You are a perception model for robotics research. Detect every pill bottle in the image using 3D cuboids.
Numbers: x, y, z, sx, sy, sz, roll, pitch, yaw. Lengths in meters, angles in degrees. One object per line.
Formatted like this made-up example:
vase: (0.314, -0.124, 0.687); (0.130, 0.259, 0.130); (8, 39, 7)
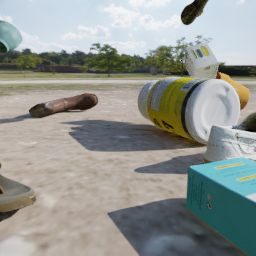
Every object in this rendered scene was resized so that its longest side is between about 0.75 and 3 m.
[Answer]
pill bottle: (1.390, -0.570, 7.283); (1.497, 1.497, 2.620); (-6, 14, -25)

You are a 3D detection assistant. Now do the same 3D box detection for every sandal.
sandal: (2.221, -3.837, 8.928); (0.399, 0.594, 1.479); (-11, -19, -32)
sandal: (-2.104, 0.598, 3.867); (0.995, 0.665, 2.435); (-10, 16, -37)

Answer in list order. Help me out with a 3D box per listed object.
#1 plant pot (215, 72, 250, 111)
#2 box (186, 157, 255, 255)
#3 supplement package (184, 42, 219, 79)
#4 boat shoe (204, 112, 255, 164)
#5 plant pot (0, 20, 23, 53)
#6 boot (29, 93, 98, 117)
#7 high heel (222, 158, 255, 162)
plant pot: (4.001, -1.320, 11.238); (1.375, 1.502, 1.502); (14, 11, -5)
box: (1.614, 0.920, 2.609); (0.962, 0.575, 2.338); (-6, 14, -24)
supplement package: (2.271, -2.032, 8.779); (0.724, 0.719, 0.955); (-15, 57, -1)
boat shoe: (2.580, 0.138, 5.356); (2.674, 0.927, 0.947); (-8, 15, -33)
plant pot: (-3.724, -2.636, 8.345); (0.922, 0.618, 0.922); (13, -30, 8)
boot: (-2.351, -0.845, 10.432); (1.967, 0.678, 2.110); (-10, 6, 18)
high heel: (1.764, 0.692, 4.098); (1.012, 0.361, 0.721); (21, 16, 36)
